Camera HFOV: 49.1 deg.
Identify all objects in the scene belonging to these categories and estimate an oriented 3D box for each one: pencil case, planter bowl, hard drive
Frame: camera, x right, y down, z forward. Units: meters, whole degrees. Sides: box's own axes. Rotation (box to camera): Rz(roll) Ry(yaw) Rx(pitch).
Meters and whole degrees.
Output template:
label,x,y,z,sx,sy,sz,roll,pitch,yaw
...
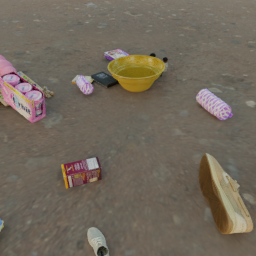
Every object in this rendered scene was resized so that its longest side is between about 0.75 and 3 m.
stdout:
label,x,y,z,sx,sy,sz,roll,pitch,yaw
pencil case,3.681,-1.025,12.095,0.747,0.733,1.747,23,22,-37
planter bowl,0.409,-2.536,13.721,2.750,1.145,2.750,-1,36,0
hard drive,-1.166,-2.484,14.307,1.233,0.203,0.860,33,43,30
pencil case,-2.077,-2.079,13.405,0.588,0.599,1.401,-4,26,-23

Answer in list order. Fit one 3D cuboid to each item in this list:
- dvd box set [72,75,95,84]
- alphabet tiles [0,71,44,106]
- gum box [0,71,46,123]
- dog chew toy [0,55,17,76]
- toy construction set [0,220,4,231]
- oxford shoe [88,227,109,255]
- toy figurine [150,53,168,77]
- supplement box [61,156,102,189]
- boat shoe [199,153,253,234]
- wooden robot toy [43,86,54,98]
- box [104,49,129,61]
label,x,y,z,sx,sy,sz,roll,pitch,yaw
dvd box set,-2.274,-2.460,14.465,1.039,0.153,0.760,8,37,12
alphabet tiles,-5.482,-1.819,12.997,1.976,0.089,2.364,36,48,25
gum box,-4.335,-1.271,11.668,2.168,1.230,0.717,34,47,23
dog chew toy,-6.513,-3.031,14.430,1.967,1.225,1.225,30,45,21
toy construction set,-3.504,2.971,6.625,1.176,0.826,1.794,-16,28,-21
oxford shoe,-0.739,2.911,7.049,0.406,0.312,1.080,-17,37,-17
toy figurine,1.517,-3.443,15.192,1.225,0.866,1.244,19,40,24
supplement box,-1.434,1.385,8.774,1.171,0.646,0.502,-12,47,-15
boat shoe,2.737,1.828,8.108,0.841,0.930,2.608,3,43,-9
wooden robot toy,-3.736,-1.633,13.294,0.412,0.400,0.908,16,19,-44
box,-0.554,-4.249,16.749,1.080,0.309,1.579,-22,42,-27
